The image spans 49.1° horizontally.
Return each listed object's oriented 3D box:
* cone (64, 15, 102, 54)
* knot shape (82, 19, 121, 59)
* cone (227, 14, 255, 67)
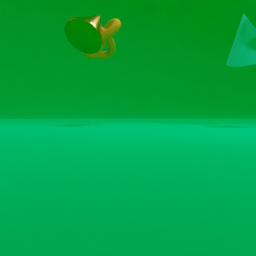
[{"bbox_3d":[-1.184,-3.363,9.209,1.308,1.313,1.308,18,-34,13],"label":"cone"},{"bbox_3d":[-1.014,-3.556,11.049,1.885,0.931,2.014,-43,-13,10],"label":"knot shape"},{"bbox_3d":[3.720,-2.841,8.766,1.429,1.434,1.429,-16,22,6],"label":"cone"}]
